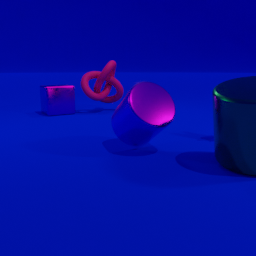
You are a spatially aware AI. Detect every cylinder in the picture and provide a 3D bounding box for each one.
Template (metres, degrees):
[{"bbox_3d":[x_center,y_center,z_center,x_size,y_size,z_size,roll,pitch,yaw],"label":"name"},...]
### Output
[{"bbox_3d":[0.309,-0.279,6.106,1.078,1.078,1.078,-7,-21,-27],"label":"cylinder"},{"bbox_3d":[2.216,-0.081,4.948,1.357,1.357,1.357,-8,24,4],"label":"cylinder"}]

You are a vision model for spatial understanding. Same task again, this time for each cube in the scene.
[{"bbox_3d":[-2.752,-1.109,10.919,1.077,1.077,1.077,-7,13,-29],"label":"cube"}]

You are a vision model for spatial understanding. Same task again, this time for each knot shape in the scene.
[{"bbox_3d":[-1.067,-1.728,11.211,1.738,1.857,0.858,-20,33,-34],"label":"knot shape"}]
